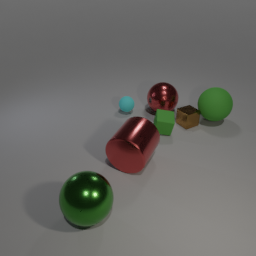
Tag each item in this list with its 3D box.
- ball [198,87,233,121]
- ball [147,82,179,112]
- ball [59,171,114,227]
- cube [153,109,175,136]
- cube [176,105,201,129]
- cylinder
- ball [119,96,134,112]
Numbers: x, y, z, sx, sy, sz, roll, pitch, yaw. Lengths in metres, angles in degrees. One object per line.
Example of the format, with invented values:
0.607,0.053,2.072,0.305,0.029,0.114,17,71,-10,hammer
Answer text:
3.598,-0.981,11.583,1.400,1.400,1.400,0,31,0,ball
1.547,-1.339,12.505,1.400,1.400,1.400,0,31,0,ball
-1.072,1.814,7.254,1.400,1.400,1.400,0,31,0,ball
1.412,-0.223,11.060,0.700,0.700,0.700,9,45,-3,cube
2.511,-0.464,11.746,0.700,0.700,0.700,-17,35,-26,cube
0.178,0.545,9.286,1.400,1.400,1.400,14,38,22,cylinder
-0.060,-1.074,12.537,0.700,0.700,0.700,0,31,0,ball
